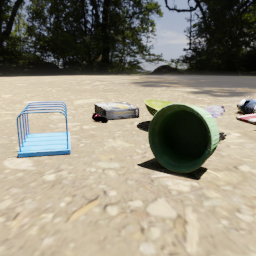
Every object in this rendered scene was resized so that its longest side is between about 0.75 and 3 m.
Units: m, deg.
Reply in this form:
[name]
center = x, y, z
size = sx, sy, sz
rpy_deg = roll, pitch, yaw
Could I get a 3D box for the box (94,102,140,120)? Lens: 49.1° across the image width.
[box]
center = -0.572, -0.843, 13.262
size = 1.612, 0.492, 2.035
rpy_deg = -5, 14, -20

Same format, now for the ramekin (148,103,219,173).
[ramekin]
center = 1.366, 0.196, 6.731
size = 1.621, 1.621, 0.792
rpy_deg = 10, 12, 35

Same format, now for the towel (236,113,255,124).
[towel]
center = 5.880, -0.302, 11.627
size = 1.624, 0.256, 2.254
rpy_deg = -7, 14, -20

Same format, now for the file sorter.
[file sorter]
center = -2.497, -0.055, 8.468
size = 1.412, 1.248, 2.035
rpy_deg = -4, 15, -12

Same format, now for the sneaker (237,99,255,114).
[sneaker]
center = 6.387, -1.168, 13.917
size = 2.006, 0.808, 1.468
rpy_deg = -14, 23, -28

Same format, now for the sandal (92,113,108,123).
[sandal]
center = -1.235, -0.412, 11.842
size = 0.952, 0.358, 0.215
rpy_deg = 16, 22, 40

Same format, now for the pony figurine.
[pony figurine]
center = 2.314, -0.086, 8.780
size = 1.386, 1.195, 1.435
rpy_deg = 0, 8, 28

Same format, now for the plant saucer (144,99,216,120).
[plant saucer]
center = 1.983, -0.523, 11.066
size = 2.866, 0.445, 2.866
rpy_deg = 13, 17, -4
